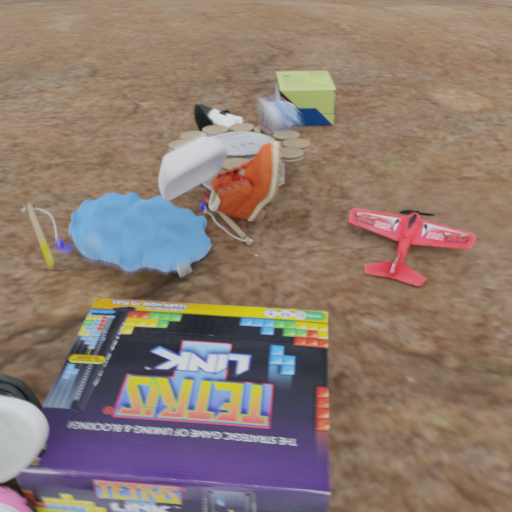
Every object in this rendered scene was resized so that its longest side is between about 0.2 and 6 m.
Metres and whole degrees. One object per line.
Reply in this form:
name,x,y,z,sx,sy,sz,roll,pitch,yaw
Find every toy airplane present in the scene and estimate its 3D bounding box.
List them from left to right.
toy airplane,3.033,-0.228,11.308,2.609,0.480,2.609,0,37,0

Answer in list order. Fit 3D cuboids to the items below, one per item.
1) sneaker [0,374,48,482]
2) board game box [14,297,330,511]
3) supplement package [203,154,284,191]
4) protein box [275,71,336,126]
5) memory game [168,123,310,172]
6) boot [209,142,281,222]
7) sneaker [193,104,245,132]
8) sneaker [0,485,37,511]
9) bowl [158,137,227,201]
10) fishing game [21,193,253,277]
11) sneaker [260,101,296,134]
sneaker,-3.176,1.946,6.875,3.049,1.078,1.512,-28,11,35
board game box,-0.864,2.017,7.800,3.739,1.060,3.091,3,35,4
supplement package,-0.313,-2.099,13.484,1.607,0.891,1.252,-26,44,-31
protein box,1.440,-4.753,16.868,1.637,1.112,1.649,-2,37,-2
memory game,-0.428,-2.601,13.374,3.370,0.215,3.370,-1,30,1
boot,-0.238,-1.501,11.365,1.272,2.372,0.890,10,58,-14
sneaker,-0.883,-3.624,15.667,0.996,0.834,2.251,-25,53,-30
sneaker,-3.937,3.195,6.266,2.592,1.041,1.119,-1,40,3
bowl,-1.257,-1.673,10.449,1.358,1.360,0.508,-32,84,-17
fishing game,-2.273,-0.414,11.273,4.154,0.646,2.975,-9,37,-33
sneaker,0.451,-2.940,11.951,0.731,0.718,1.898,0,18,0
